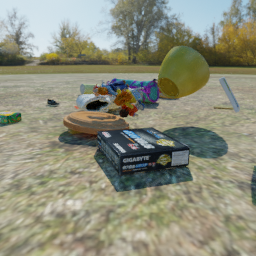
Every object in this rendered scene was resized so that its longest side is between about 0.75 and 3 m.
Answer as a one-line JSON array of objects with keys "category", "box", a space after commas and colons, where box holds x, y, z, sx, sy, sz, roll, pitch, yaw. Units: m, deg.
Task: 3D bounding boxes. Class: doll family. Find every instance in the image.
[{"category": "doll family", "box": [-0.351, -1.203, 9.540, 2.069, 0.932, 1.284, 38, 41, 23]}]

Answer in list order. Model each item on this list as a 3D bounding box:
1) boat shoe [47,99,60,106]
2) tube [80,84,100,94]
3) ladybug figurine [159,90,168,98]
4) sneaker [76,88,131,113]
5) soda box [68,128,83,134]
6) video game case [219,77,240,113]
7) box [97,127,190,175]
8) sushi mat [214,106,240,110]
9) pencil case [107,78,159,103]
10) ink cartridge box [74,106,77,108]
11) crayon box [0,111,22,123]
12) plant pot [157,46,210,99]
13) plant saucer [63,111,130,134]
[{"category": "boat shoe", "box": [-3.792, -1.283, 14.169, 0.919, 0.311, 0.330, 14, 18, 40]}, {"category": "tube", "box": [-1.921, -2.669, 19.267, 2.795, 0.811, 0.726, -7, -25, -37]}, {"category": "ladybug figurine", "box": [2.468, -2.251, 17.363, 1.241, 0.658, 1.828, -6, 15, -23]}, {"category": "sneaker", "box": [-0.797, -1.152, 12.432, 2.746, 1.012, 1.587, -15, 19, -17]}, {"category": "soda box", "box": [-1.435, -0.047, 9.031, 0.960, 0.325, 0.307, -9, 16, -34]}, {"category": "video game case", "box": [2.542, -0.852, 7.003, 0.104, 0.906, 0.824, -27, 0, 25]}, {"category": "box", "box": [0.261, 0.459, 6.645, 1.599, 0.463, 2.011, -5, 14, -18]}, {"category": "sushi mat", "box": [4.731, -0.987, 13.425, 1.189, 0.072, 0.569, 5, 15, 22]}, {"category": "pencil case", "box": [0.293, -2.147, 15.659, 2.952, 1.256, 1.364, 10, -6, 37]}, {"category": "ink cartridge box", "box": [-2.167, -1.124, 13.739, 0.848, 0.242, 0.689, -1, 13, -23]}, {"category": "crayon box", "box": [-4.636, -0.419, 10.583, 1.056, 0.308, 0.627, 7, 15, 27]}, {"category": "plant pot", "box": [1.831, -1.824, 10.221, 1.854, 1.854, 1.316, 14, 51, 45]}, {"category": "plant saucer", "box": [-1.003, -0.214, 9.067, 2.138, 0.345, 2.138, 7, 14, -2]}]
